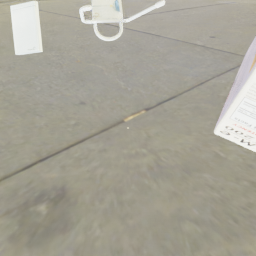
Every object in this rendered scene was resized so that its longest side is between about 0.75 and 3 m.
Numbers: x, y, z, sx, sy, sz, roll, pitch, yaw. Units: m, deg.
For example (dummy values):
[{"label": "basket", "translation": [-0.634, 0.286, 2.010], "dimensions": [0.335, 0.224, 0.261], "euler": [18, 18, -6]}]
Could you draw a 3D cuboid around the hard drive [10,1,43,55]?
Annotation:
[{"label": "hard drive", "translation": [-2.968, -2.893, 8.170], "dimensions": [0.914, 1.385, 0.185], "euler": [0, 9, 22]}]

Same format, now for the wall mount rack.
[{"label": "wall mount rack", "translation": [-0.253, -4.086, 8.370], "dimensions": [2.413, 1.035, 2.777], "euler": [-4, 77, -4]}]

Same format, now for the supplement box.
[{"label": "supplement box", "translation": [1.424, -0.699, 2.110], "dimensions": [0.705, 1.917, 1.208], "euler": [25, 66, 11]}]
